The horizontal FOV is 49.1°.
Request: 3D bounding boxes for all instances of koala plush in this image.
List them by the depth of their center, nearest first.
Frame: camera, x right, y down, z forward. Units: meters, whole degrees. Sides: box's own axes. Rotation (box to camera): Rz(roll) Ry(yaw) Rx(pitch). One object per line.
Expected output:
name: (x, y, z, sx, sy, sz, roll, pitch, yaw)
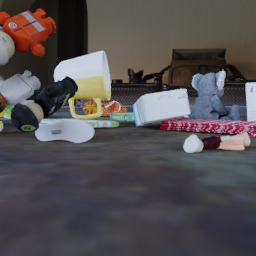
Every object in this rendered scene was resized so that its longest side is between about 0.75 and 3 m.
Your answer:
koala plush: (2.985, -1.121, 10.149, 1.723, 1.874, 1.662, -4, 8, -30)

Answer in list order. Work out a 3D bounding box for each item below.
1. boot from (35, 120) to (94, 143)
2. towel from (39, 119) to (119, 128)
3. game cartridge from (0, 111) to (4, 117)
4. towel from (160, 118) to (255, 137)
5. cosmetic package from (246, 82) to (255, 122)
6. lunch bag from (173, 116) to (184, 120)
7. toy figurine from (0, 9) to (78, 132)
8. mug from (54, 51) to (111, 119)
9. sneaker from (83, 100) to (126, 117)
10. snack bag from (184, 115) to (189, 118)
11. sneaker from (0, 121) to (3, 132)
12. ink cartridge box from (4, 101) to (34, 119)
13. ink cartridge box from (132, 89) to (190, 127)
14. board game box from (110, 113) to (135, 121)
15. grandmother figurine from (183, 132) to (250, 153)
boot: (-1.187, 0.020, 5.653, 1.255, 0.462, 0.600, 1, 12, 16)
towel: (-1.466, -0.061, 7.875, 1.572, 0.323, 2.107, 6, 6, 35)
game cartridge: (-6.175, -0.826, 15.074, 2.369, 0.436, 2.688, -2, 8, -19)
towel: (2.301, -0.050, 7.436, 2.471, 0.278, 1.787, 4, 7, 35)
cosmetic package: (4.793, -0.739, 8.422, 1.627, 1.170, 2.883, -2, 0, 41)
lunch bag: (1.583, -0.542, 11.326, 1.124, 0.530, 1.402, -1, 4, -30)
toy figurine: (-2.196, -1.074, 5.263, 2.017, 2.049, 1.425, 14, 44, 33)
mug: (-1.368, -1.366, 8.375, 1.510, 1.473, 1.840, -5, 50, 4)
sneaker: (-1.256, -0.880, 14.301, 2.521, 0.920, 0.972, 9, -12, 34)
snack bag: (3.829, -0.609, 13.445, 2.219, 0.237, 2.092, -2, 6, -26)
sneaker: (-3.488, -0.104, 6.402, 0.571, 0.579, 1.515, 1, 5, 22)
ink cartridge box: (-5.431, -0.807, 12.706, 2.109, 0.799, 1.559, -9, 10, -38)
ink cartridge box: (0.875, -0.529, 7.925, 1.225, 0.707, 1.688, -10, -3, -7)
board game box: (0.367, -0.515, 12.203, 1.949, 0.284, 1.312, -4, 7, -38)
grandmother figurine: (1.385, 0.239, 4.431, 1.070, 0.324, 0.649, -4, -21, -16)
